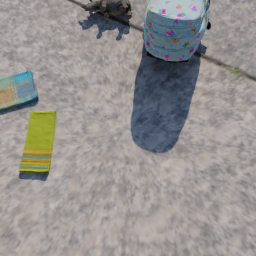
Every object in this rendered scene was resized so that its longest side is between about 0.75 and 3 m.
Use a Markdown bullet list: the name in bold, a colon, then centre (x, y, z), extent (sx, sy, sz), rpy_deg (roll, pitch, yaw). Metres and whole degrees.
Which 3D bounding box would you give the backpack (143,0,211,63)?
- **backpack**: centre (1.496, -3.539, 9.256), extent (2.453, 1.860, 2.939), rpy_deg (7, 51, 14)

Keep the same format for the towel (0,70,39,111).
- **towel**: centre (-3.934, -1.215, 9.307), extent (1.734, 0.188, 1.272), rpy_deg (-19, 65, -9)

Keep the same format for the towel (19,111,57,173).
- **towel**: centre (-2.712, 0.374, 8.528), extent (0.875, 0.184, 2.033), rpy_deg (1, 64, -1)

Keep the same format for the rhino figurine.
- **rhino figurine**: centre (-0.831, -4.625, 10.734), extent (2.050, 0.613, 0.897), rpy_deg (4, 49, 3)
